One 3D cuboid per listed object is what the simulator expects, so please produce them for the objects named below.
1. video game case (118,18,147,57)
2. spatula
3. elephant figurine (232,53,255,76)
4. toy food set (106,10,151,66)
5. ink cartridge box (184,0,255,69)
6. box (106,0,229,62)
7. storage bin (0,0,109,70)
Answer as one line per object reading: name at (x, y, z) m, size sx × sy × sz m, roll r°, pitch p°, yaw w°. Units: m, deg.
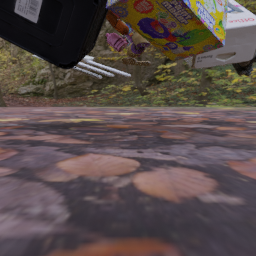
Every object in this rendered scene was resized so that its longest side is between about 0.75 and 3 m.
video game case at (0.380, -3.897, 10.520) m, size 1.618 × 1.785 × 0.320 m, roll -42°, pitch -16°, yaw 36°
spatula at (-1.249, -1.836, 8.031) m, size 2.530 × 0.203 × 1.759 m, roll 24°, pitch 23°, yaw 31°
elephant figurine at (3.547, -2.062, 8.132) m, size 0.819 × 0.747 × 1.055 m, roll 2°, pitch -25°, yaw -5°
toy food set at (-0.136, -2.995, 8.324) m, size 1.638 × 2.576 × 0.406 m, roll 15°, pitch 44°, yaw 39°
ink cartridge box at (2.202, -2.911, 7.972) m, size 1.895 × 1.141 × 2.609 m, roll -11°, pitch 48°, yaw -10°
box at (0.888, -2.711, 5.306) m, size 1.242 × 1.961 × 2.036 m, roll -6°, pitch -23°, yaw 45°
storage bin at (-1.927, -2.767, 6.044) m, size 2.767 × 1.871 × 1.297 m, roll 27°, pitch 32°, yaw -4°
